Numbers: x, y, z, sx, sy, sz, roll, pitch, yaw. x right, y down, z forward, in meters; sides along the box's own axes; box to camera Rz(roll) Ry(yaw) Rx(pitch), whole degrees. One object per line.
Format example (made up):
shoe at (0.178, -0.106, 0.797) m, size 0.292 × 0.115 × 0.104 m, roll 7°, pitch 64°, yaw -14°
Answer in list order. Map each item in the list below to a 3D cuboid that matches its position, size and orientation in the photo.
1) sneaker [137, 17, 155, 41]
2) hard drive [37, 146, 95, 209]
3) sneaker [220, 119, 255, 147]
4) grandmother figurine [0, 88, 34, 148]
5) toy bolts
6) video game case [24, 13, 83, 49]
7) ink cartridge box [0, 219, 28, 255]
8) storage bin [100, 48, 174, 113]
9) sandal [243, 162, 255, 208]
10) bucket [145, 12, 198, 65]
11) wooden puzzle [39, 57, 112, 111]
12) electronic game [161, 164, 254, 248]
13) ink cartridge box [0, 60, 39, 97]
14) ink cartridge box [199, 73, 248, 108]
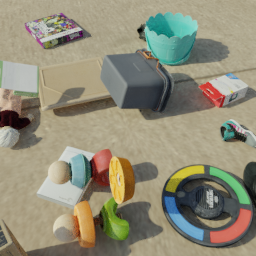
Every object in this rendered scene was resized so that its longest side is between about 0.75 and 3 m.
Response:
sneaker at (0.880, -4.831, 13.509) m, size 0.878 × 0.645 × 1.941 m, roll 6°, pitch 49°, yaw 2°
hard drive at (-1.622, 1.348, 7.967) m, size 1.152 × 0.233 × 1.746 m, roll 15°, pitch 49°, yaw 13°
sneaker at (3.369, 0.234, 8.787) m, size 0.781 × 0.541 × 1.293 m, roll -18°, pitch 41°, yaw -23°
grandmother figurine at (-3.898, -0.411, 9.259) m, size 1.495 × 0.747 × 2.465 m, roll 5°, pitch 49°, yaw -22°
toy bolts at (-1.016, 1.368, 6.708) m, size 1.632 × 2.248 × 2.353 m, roll -3°, pitch 38°, yaw -20°
video game case at (-3.623, -4.776, 13.621) m, size 2.066 × 0.408 × 2.280 m, roll -26°, pitch 52°, yaw -23°
ink cartridge box at (-2.820, 2.801, 5.545) m, size 1.458 × 1.770 × 0.665 m, roll -27°, pitch 52°, yaw -24°
storage bin at (0.181, -1.710, 9.552) m, size 1.629 × 1.765 × 2.426 m, roll -8°, pitch 45°, yaw -28°
sandal at (3.703, 1.863, 7.212) m, size 0.970 × 0.618 × 2.582 m, roll 2°, pitch 47°, yaw 2°
bucket at (1.802, -3.805, 11.988) m, size 2.211 × 1.439 × 2.211 m, roll -1°, pitch 47°, yaw 1°
wooden puzzle at (-2.017, -1.711, 10.714) m, size 2.723 × 0.548 × 2.943 m, roll -13°, pitch 43°, yaw -12°
electronic game at (2.030, 1.912, 7.260) m, size 2.322 × 0.483 × 2.322 m, roll 0°, pitch 46°, yaw 0°
ink cartridge box at (-3.575, -1.565, 8.857) m, size 1.452 × 0.348 × 1.057 m, roll 4°, pitch 64°, yaw -24°
ink cartridge box at (3.444, -1.349, 10.290) m, size 1.618 × 0.544 × 0.940 m, roll -22°, pitch 50°, yaw -19°
